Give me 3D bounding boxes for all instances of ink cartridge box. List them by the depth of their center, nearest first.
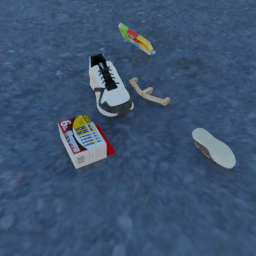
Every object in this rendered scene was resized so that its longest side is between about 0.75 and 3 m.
[{"bbox_3d":[-1.125,0.270,7.700,1.205,0.575,1.372,-19,47,-21],"label":"ink cartridge box"}]

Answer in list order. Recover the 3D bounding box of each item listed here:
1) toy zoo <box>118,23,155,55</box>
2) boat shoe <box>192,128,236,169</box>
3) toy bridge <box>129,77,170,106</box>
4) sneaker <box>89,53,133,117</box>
[{"bbox_3d":[0.406,-3.433,11.081,1.659,1.089,0.170,36,91,11],"label":"toy zoo"},{"bbox_3d":[2.273,0.586,7.450,0.521,0.432,1.452,-35,51,-9],"label":"boat shoe"},{"bbox_3d":[0.626,-1.195,9.284,1.544,0.210,0.519,35,42,20],"label":"toy bridge"},{"bbox_3d":[-0.695,-1.398,8.861,1.050,1.140,2.850,-21,42,-13],"label":"sneaker"}]
